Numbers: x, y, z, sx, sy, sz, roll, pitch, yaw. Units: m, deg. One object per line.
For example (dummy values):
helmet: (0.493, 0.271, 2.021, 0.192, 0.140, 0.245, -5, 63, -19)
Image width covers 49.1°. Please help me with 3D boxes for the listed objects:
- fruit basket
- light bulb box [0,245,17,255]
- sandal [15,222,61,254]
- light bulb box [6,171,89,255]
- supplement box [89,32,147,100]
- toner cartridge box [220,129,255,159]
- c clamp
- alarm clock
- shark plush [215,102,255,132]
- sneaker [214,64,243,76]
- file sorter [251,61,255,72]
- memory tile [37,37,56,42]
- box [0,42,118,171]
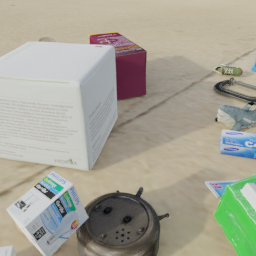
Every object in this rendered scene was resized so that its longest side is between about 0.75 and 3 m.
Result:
fruit basket: (2.984, 1.572, 4.747, 2.603, 1.220, 2.410, -4, 32, -11)
light bulb box: (-2.224, 2.463, 3.599, 1.433, 0.894, 1.420, -5, 33, -7)
sandal: (-1.666, 1.788, 5.138, 1.189, 0.391, 0.436, 24, 40, 33)
light bulb box: (-1.155, 1.275, 4.182, 0.536, 0.851, 0.859, 21, 49, 37)
supplement box: (-0.465, -2.462, 10.640, 1.277, 1.645, 2.981, -13, 34, -18)
toner cartridge box: (3.223, 0.463, 7.274, 1.541, 0.333, 0.732, 8, 33, 13)
c clamp: (4.393, -1.403, 10.325, 2.226, 0.301, 1.902, 23, 44, 29)
alarm clock: (-0.279, 1.891, 4.754, 1.452, 0.717, 2.153, 18, 40, 26)
shark plush: (3.502, -0.382, 8.167, 1.918, 0.799, 0.872, -2, 33, -4)
sneaker: (4.118, -2.376, 11.696, 0.542, 0.405, 1.207, -18, 31, -27)
file sorter: (6.803, -3.517, 12.337, 1.851, 1.636, 2.667, 17, 36, 25)
memory tile: (-3.207, -2.264, 10.489, 2.247, 0.246, 2.932, 34, 52, 8)
box: (-1.862, -0.728, 7.282, 2.702, 2.315, 2.689, 7, 33, 11)
